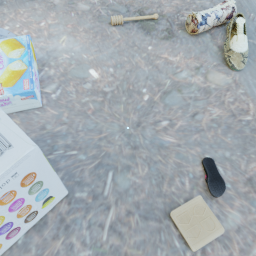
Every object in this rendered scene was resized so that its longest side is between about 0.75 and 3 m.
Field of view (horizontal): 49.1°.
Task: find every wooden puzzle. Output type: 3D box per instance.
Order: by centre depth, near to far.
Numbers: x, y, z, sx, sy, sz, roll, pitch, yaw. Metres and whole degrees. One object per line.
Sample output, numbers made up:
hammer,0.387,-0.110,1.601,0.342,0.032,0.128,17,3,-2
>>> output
wooden puzzle,1.971,2.727,8.063,1.122,0.280,1.211,-25,66,-14

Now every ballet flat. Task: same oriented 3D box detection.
ballet flat,4.532,-3.743,11.587,0.965,1.071,2.844,9,59,6

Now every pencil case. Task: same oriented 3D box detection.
pencil case,3.688,-4.919,12.341,2.287,1.023,0.890,-26,72,-16

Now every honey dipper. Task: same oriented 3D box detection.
honey dipper,0.324,-5.021,12.784,2.205,0.419,0.419,-10,59,-8

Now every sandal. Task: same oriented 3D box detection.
sandal,2.659,1.565,8.787,0.551,0.330,1.466,2,44,-5

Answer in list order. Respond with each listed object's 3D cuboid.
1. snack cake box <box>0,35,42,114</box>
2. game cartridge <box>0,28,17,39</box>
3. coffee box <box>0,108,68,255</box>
snack cake box,-4.336,-2.061,10.575,1.725,1.008,3.000,-12,59,-9
game cartridge,-5.789,-3.834,12.086,1.848,0.374,1.232,19,64,11
coffee box,-3.888,1.264,7.313,2.974,2.941,2.970,38,66,25
